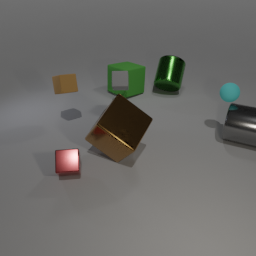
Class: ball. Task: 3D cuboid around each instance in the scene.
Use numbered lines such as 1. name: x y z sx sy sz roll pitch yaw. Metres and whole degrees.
1. ball: 3.673 -1.280 10.107 0.700 0.700 0.700 0 30 0

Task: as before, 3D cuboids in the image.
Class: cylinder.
1. cylinder: 2.151 -2.789 14.455 1.400 1.400 1.400 14 -13 3
2. cylinder: 4.314 -0.102 10.232 1.400 1.400 1.400 14 33 23

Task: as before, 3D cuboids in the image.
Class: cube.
1. cube: -0.339 -2.088 12.396 0.700 0.700 0.700 0 -6 2
2. cube: -1.835 1.071 8.624 0.700 0.700 0.700 -4 72 -6
3. cube: -0.096 -2.519 14.377 1.400 1.400 1.400 -20 34 -38
4. cube: -0.315 0.039 9.107 1.400 1.400 1.400 36 59 -8
5. cube: -2.447 -1.709 10.884 0.700 0.700 0.700 -14 12 -36
